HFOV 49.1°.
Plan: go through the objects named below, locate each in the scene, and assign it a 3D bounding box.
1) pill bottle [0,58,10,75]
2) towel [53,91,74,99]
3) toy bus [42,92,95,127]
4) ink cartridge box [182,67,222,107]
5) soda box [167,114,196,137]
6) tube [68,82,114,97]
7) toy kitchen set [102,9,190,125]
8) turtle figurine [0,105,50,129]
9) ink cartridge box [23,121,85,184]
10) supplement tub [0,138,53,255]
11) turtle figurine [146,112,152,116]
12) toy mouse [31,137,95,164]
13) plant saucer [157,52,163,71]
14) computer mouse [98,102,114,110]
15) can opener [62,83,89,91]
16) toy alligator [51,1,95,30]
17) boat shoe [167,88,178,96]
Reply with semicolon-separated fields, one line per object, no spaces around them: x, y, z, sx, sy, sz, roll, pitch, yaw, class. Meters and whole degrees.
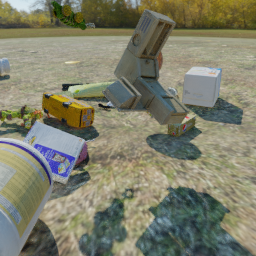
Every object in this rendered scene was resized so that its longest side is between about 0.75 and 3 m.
-9.210;-4.110;18.921;2.139;1.239;1.239;-16;28;-33;pill bottle
-3.447;-1.503;13.922;1.430;0.261;1.061;-12;28;-12;towel
-2.526;-0.800;11.442;2.488;0.810;0.974;25;25;39;toy bus
3.672;-2.078;13.810;1.511;1.484;2.052;9;25;21;ink cartridge box
2.044;-0.132;10.615;0.466;0.440;1.376;18;28;35;soda box
-1.828;-1.989;14.691;2.829;0.735;0.821;-3;-4;7;tube
0.621;-1.620;7.537;1.990;2.200;2.439;-6;46;-44;toy kitchen set
-4.190;-0.499;11.070;1.877;0.749;2.327;-2;23;-5;turtle figurine
-2.141;0.645;7.752;1.539;0.334;1.524;23;43;-5;ink cartridge box
-2.586;1.491;5.003;1.859;1.859;2.557;2;23;4;supplement tub
1.146;-0.722;12.244;0.757;0.244;0.611;3;23;7;turtle figurine
-2.139;0.728;8.473;2.741;0.530;2.436;-10;25;-21;toy mouse
0.640;-2.822;11.668;1.622;1.622;0.303;2;8;5;plant saucer
-0.787;-1.154;13.238;0.648;0.259;1.181;18;29;38;computer mouse
-2.814;-2.234;15.738;1.743;0.465;0.583;0;-9;1;can opener
-1.852;-3.692;9.661;0.681;0.493;2.054;6;-2;37;toy alligator
2.458;-1.969;14.968;0.364;0.404;1.144;-6;22;-10;boat shoe
